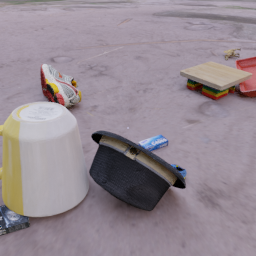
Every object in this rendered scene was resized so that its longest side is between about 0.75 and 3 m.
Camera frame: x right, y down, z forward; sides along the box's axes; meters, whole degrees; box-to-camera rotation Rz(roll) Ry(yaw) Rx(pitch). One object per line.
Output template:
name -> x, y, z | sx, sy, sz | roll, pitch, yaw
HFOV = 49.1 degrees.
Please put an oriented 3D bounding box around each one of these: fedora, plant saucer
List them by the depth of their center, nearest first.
fedora -> 0.020, 1.007, 5.866 | 2.255, 2.255, 1.030 | 22, 74, 32
plant saucer -> 5.794, -2.144, 10.980 | 2.801, 0.514, 2.795 | -7, 35, 20

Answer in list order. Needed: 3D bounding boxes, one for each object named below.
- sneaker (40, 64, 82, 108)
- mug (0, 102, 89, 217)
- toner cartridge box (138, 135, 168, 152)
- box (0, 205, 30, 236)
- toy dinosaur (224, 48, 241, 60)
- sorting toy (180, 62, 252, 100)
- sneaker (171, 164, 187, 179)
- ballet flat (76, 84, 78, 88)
sneaker -> -2.564, -1.552, 10.464 | 1.123, 1.064, 2.734 | -12, 43, -27
mug -> -1.960, 0.567, 5.796 | 2.327, 1.910, 1.863 | -15, 32, -33
toner cartridge box -> 0.712, 0.439, 7.864 | 0.787, 0.170, 0.374 | -17, 36, -26
box -> -2.414, 1.813, 5.617 | 0.800, 0.174, 0.641 | -11, 33, -18
toy dinosaur -> 5.534, -4.052, 14.919 | 0.842, 0.485, 1.665 | 10, 33, 18
sorting toy -> 3.452, -1.897, 11.171 | 1.991, 0.697, 2.003 | -22, 37, -32
sneaker -> 1.067, 0.973, 6.866 | 0.804, 0.315, 0.265 | 20, 39, 31
ballet flat -> -2.268, -1.666, 10.966 | 0.791, 0.247, 0.267 | -8, 51, 36
